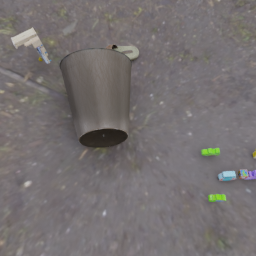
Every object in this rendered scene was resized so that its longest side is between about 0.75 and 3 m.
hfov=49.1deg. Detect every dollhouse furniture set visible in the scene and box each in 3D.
[{"bbox_3d":[-2.972,-2.355,8.852,0.750,1.149,1.085,-30,47,-7],"label":"dollhouse furniture set"}]

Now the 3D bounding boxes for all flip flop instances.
[{"bbox_3d":[-0.449,-2.557,9.524,1.893,0.545,0.768,-15,67,-22],"label":"flip flop"}]

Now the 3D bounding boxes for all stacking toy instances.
[{"bbox_3d":[3.138,1.332,7.879,1.999,0.470,1.507,-1,62,2],"label":"stacking toy"}]

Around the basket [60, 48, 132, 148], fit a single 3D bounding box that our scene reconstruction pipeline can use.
[{"bbox_3d":[-0.805,-0.816,8.222,2.236,1.687,2.480,-3,66,-14],"label":"basket"}]
